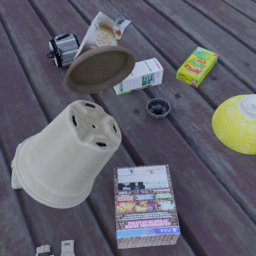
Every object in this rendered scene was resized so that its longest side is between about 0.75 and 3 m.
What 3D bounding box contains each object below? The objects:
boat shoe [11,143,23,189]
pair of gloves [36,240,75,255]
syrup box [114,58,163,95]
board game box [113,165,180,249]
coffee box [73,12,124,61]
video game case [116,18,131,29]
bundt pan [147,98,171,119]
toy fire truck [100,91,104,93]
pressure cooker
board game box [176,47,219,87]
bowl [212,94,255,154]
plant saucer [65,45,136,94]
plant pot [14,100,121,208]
[{"bbox_3d":[-4.050,1.384,10.406,0.562,0.652,1.811,-11,56,-6],"label":"boat shoe"},{"bbox_3d":[-2.244,4.092,8.621,1.261,0.221,1.073,-9,50,-10],"label":"pair of gloves"},{"bbox_3d":[0.425,-2.409,13.083,2.277,0.897,0.927,-16,55,-12],"label":"syrup box"},{"bbox_3d":[0.515,2.532,9.204,1.876,1.140,2.354,-3,53,-2],"label":"board game box"},{"bbox_3d":[-1.158,-3.362,11.357,1.262,0.880,2.207,29,66,-23],"label":"coffee box"},{"bbox_3d":[-0.367,-6.119,16.396,0.757,0.097,0.833,25,58,17],"label":"video game case"},{"bbox_3d":[1.317,-0.798,12.196,1.043,0.391,1.043,0,52,0],"label":"bundt pan"},{"bbox_3d":[-1.183,-2.099,13.071,0.193,0.558,0.791,9,53,8],"label":"toy fire truck"},{"bbox_3d":[-3.175,-3.748,13.761,1.647,1.449,1.471,-19,63,-13],"label":"pressure cooker"},{"bbox_3d":[3.433,-3.038,13.791,1.128,0.529,2.222,29,58,20],"label":"board game box"},{"bbox_3d":[4.930,-0.468,11.275,2.743,1.476,2.743,0,52,0],"label":"bowl"},{"bbox_3d":[-0.921,-1.911,9.237,2.445,2.445,0.360,-19,72,-14],"label":"plant saucer"},{"bbox_3d":[-1.428,0.557,7.552,2.435,2.229,2.435,29,36,-24],"label":"plant pot"}]
